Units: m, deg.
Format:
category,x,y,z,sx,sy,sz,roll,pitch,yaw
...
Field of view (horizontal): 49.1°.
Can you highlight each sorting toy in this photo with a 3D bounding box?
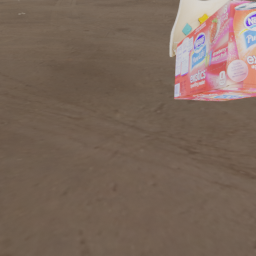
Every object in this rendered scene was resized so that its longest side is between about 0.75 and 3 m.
category,x,y,z,sx,sy,sz,roll,pitch,yaw
sorting toy,2.280,-3.157,8.169,2.108,1.898,1.126,0,26,8

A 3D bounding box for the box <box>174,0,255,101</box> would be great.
category,x,y,z,sx,sy,sz,roll,pitch,yaw
box,2.052,-1.389,5.935,1.364,1.479,2.881,1,1,-8
